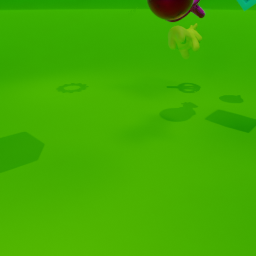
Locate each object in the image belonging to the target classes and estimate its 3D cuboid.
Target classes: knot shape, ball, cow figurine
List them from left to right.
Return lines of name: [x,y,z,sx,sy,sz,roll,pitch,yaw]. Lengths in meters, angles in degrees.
ball: [0.858,-2.710,5.674,0.983,0.983,0.983,0,25,0]
cow figurine: [1.399,-2.254,6.954,1.105,0.606,1.087,20,50,-35]
knot shape: [1.781,-3.679,8.367,1.437,0.664,1.345,-5,3,-17]

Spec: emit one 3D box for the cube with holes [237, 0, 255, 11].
cube with holes: [2.344,-2.871,4.865,0.939,0.939,0.939,-44,10,-27]
